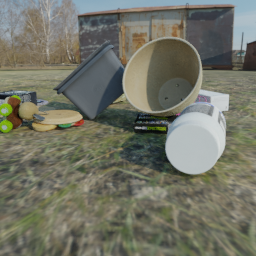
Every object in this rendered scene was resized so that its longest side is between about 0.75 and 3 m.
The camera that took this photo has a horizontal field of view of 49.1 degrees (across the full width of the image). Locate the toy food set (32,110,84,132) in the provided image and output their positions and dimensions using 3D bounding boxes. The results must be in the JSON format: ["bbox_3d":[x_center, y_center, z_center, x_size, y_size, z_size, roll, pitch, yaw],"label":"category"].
[{"bbox_3d":[-2.618,-0.313,10.621,1.849,0.454,1.868,-3,15,-11],"label":"toy food set"}]

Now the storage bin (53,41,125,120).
[{"bbox_3d":[-1.242,-1.858,11.573,2.908,1.953,2.116,-38,12,13],"label":"storage bin"}]

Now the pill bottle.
[{"bbox_3d":[1.725,0.182,6.997,1.359,1.359,2.389,5,15,19],"label":"pill bottle"}]

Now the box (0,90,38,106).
[{"bbox_3d":[-5.361,-1.233,13.226,1.500,0.929,1.474,6,14,21],"label":"box"}]

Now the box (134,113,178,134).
[{"bbox_3d":[1.111,-0.184,10.252,1.673,0.397,1.615,3,17,9],"label":"box"}]

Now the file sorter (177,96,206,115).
[{"bbox_3d":[2.562,-0.948,12.180,1.411,0.885,0.981,-5,15,-18],"label":"file sorter"}]

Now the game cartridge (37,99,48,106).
[{"bbox_3d":[-5.088,-1.328,14.916,0.903,0.267,1.393,8,16,44],"label":"game cartridge"}]

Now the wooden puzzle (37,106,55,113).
[{"bbox_3d":[-4.160,-0.684,12.498,1.298,0.261,1.403,6,20,20],"label":"wooden puzzle"}]

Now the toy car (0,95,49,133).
[{"bbox_3d":[-3.661,-0.472,10.066,1.508,1.190,1.239,6,23,-5],"label":"toy car"}]

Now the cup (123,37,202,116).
[{"bbox_3d":[1.460,-1.523,10.119,2.761,2.761,1.975,8,-13,29],"label":"cup"}]

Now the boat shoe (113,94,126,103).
[{"bbox_3d":[-0.946,-1.595,15.147,1.018,0.878,2.792,20,29,26],"label":"boat shoe"}]

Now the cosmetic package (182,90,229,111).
[{"bbox_3d":[3.787,-1.397,13.980,1.170,0.852,2.301,-7,15,-25],"label":"cosmetic package"}]
